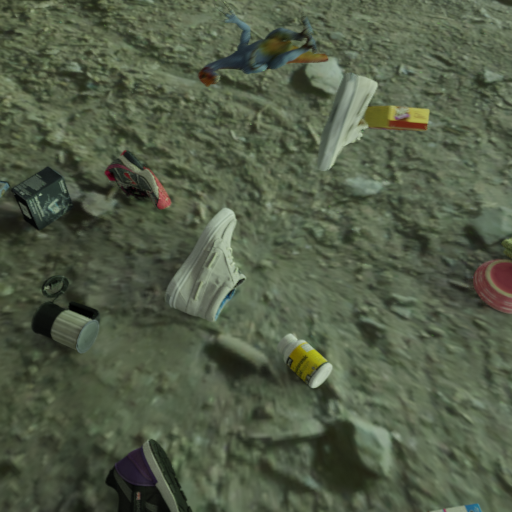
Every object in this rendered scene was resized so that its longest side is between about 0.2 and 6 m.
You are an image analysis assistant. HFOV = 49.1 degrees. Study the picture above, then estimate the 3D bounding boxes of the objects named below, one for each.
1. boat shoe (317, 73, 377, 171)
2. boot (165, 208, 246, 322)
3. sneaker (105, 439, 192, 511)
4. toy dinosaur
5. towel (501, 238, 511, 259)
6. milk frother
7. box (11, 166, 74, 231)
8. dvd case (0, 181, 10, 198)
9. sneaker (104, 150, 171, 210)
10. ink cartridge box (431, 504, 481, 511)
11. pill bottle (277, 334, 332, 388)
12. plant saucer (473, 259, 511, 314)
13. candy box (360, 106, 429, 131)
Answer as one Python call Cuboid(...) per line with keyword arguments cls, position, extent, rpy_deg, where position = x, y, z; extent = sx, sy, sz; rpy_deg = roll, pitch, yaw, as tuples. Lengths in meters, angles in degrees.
Cuboid(cls="boat shoe", position=(1.515, -2.142, 9.324), extent=(0.634, 1.817, 0.644), rpy_deg=(10, 42, -7))
Cuboid(cls="boot", position=(-0.720, 0.205, 11.349), extent=(1.198, 0.922, 2.507), rpy_deg=(24, 62, 11))
Cuboid(cls="sneaker", position=(-1.479, 3.994, 8.265), extent=(1.025, 0.887, 2.341), rpy_deg=(-32, 52, -5))
Cuboid(cls="toy dinosaur", position=(0.079, -3.757, 10.940), extent=(2.243, 2.471, 1.298), rpy_deg=(-22, 61, 21))
Cuboid(cls="towel", position=(5.940, 0.094, 11.486), extent=(1.207, 0.297, 1.626), rpy_deg=(-19, 51, -39))
Cuboid(cls="milk frother", position=(-3.486, 1.054, 10.386), extent=(1.046, 1.113, 1.004), rpy_deg=(19, 50, 15))
Cuboid(cls="box", position=(-4.706, -1.268, 12.399), extent=(0.583, 0.977, 0.994), rpy_deg=(32, 57, 24))
Cuboid(cls="dvd case", position=(-6.719, -1.174, 12.862), extent=(1.299, 0.160, 1.821), rpy_deg=(12, 51, 11))
Cuboid(cls="sneaker", position=(-2.694, -1.611, 12.882), extent=(0.774, 0.836, 2.074), rpy_deg=(-42, 53, -11))
Cuboid(cls="ink cartridge box", position=(2.837, 4.133, 8.286), extent=(1.121, 0.377, 0.651), rpy_deg=(-7, 50, -6))
Cuboid(cls="pill bottle", position=(0.842, 1.862, 10.078), extent=(0.542, 0.542, 0.974), rpy_deg=(-35, 58, -25))
Cuboid(cls="plant saucer", position=(5.098, 0.548, 11.311), extent=(1.318, 0.334, 1.318), rpy_deg=(0, 50, 1))
Cuboid(cls="candy box", position=(2.408, -2.557, 10.437), extent=(0.852, 0.412, 1.460), rpy_deg=(-1, 14, -21))
